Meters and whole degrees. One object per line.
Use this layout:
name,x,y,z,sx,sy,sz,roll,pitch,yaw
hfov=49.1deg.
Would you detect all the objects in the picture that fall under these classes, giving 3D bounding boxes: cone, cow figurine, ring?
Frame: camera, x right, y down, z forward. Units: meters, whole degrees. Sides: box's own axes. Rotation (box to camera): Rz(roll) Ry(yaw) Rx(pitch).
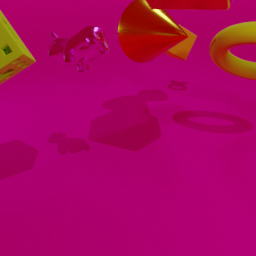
cone,0.849,-2.198,6.535,1.589,1.589,1.595,-17,28,-29
cow figurine,-0.867,-1.389,4.761,1.098,0.603,1.081,-34,51,18
ring,2.836,-1.600,6.116,2.082,0.416,2.082,17,-9,3

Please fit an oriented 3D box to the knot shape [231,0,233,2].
knot shape,2.691,-3.876,7.766,0.524,1.135,1.062,6,48,27

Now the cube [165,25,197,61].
cube,1.335,-2.466,7.999,0.748,0.748,0.748,19,13,-30

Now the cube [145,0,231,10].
cube,0.891,-2.727,4.155,1.372,1.372,1.372,11,-1,23

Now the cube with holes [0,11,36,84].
cube with holes,-2.051,-1.137,3.962,0.929,0.929,0.929,-34,11,-3
